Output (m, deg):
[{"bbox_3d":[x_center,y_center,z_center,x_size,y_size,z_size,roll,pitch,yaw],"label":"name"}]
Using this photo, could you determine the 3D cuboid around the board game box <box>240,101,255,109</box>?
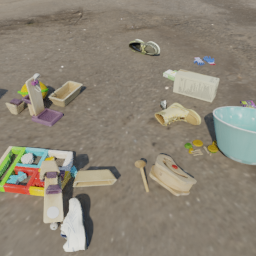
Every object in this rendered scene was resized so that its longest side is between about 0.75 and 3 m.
[{"bbox_3d":[5.512,-0.940,12.714,0.564,0.152,0.940,-3,38,3],"label":"board game box"}]

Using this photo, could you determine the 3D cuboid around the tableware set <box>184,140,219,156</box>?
[{"bbox_3d":[2.824,0.734,10.562,1.276,0.196,0.860,-11,38,-13],"label":"tableware set"}]

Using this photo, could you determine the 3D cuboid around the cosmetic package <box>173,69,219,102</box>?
[{"bbox_3d":[3.226,-2.035,13.388,1.969,1.036,0.700,21,41,22],"label":"cosmetic package"}]

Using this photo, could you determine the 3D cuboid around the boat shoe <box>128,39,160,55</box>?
[{"bbox_3d":[0.964,-4.913,17.224,0.691,0.826,2.311,-28,40,-31],"label":"boat shoe"}]

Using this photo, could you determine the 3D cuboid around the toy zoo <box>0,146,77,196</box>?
[{"bbox_3d":[-3.086,1.447,9.545,2.863,0.293,1.878,5,39,6],"label":"toy zoo"}]

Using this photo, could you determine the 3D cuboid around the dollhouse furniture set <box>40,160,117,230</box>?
[{"bbox_3d":[-1.342,1.951,8.088,2.312,1.832,1.641,0,65,-18],"label":"dollhouse furniture set"}]

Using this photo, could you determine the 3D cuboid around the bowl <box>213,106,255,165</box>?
[{"bbox_3d":[4.167,0.310,9.668,2.677,1.400,2.677,5,22,-2],"label":"bowl"}]

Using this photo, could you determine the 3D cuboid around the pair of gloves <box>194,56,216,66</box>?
[{"bbox_3d":[4.497,-3.974,16.541,1.315,0.150,1.057,-3,38,-4],"label":"pair of gloves"}]

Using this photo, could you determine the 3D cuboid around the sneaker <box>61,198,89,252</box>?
[{"bbox_3d":[-1.548,2.650,7.814,0.715,0.611,1.641,-12,39,-8],"label":"sneaker"}]

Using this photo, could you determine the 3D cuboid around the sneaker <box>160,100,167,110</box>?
[{"bbox_3d":[1.594,-0.967,12.654,0.318,0.296,0.802,-6,31,8],"label":"sneaker"}]

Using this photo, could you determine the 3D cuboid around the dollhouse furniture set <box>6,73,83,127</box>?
[{"bbox_3d":[-3.639,-1.973,12.418,2.344,2.099,2.958,16,41,20],"label":"dollhouse furniture set"}]

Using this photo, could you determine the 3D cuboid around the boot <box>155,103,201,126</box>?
[{"bbox_3d":[2.058,-0.417,11.661,1.286,0.602,1.654,-25,43,-28],"label":"boot"}]

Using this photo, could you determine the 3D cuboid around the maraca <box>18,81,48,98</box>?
[{"bbox_3d":[-4.465,-1.737,13.144,1.238,0.966,1.805,-14,17,-36],"label":"maraca"}]

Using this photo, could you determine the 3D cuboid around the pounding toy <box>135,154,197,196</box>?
[{"bbox_3d":[1.171,1.618,9.196,1.903,1.092,1.088,34,21,24],"label":"pounding toy"}]

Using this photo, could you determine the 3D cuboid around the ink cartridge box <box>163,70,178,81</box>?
[{"bbox_3d":[2.519,-2.946,15.172,0.758,0.250,1.042,31,50,34],"label":"ink cartridge box"}]
